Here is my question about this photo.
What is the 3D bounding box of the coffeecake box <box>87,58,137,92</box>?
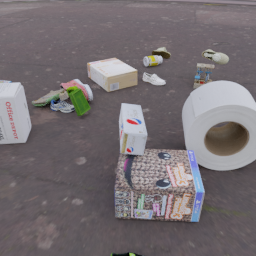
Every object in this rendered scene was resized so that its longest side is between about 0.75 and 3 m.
[{"bbox_3d":[-0.834,-2.805,14.478,1.729,0.823,2.253,-18,37,-26],"label":"coffeecake box"}]

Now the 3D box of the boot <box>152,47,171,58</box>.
[{"bbox_3d":[2.307,-4.870,18.044,1.276,0.460,0.986,17,36,26],"label":"boot"}]

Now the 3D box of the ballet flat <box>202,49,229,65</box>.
[{"bbox_3d":[3.359,-2.775,10.938,0.436,0.436,1.256,-15,32,-22],"label":"ballet flat"}]

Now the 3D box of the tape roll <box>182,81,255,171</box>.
[{"bbox_3d":[2.948,-0.083,8.820,2.399,2.399,1.647,3,33,5],"label":"tape roll"}]

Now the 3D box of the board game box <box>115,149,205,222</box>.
[{"bbox_3d":[0.779,1.475,7.590,2.160,1.046,1.722,2,31,2],"label":"board game box"}]

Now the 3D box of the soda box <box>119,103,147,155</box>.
[{"bbox_3d":[0.104,-0.023,8.268,0.645,0.690,2.026,6,27,-7],"label":"soda box"}]

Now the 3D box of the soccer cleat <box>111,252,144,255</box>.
[{"bbox_3d":[0.187,2.880,5.987,1.179,0.478,0.398,1,33,1],"label":"soccer cleat"}]

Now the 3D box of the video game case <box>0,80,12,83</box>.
[{"bbox_3d":[-6.482,-2.304,14.411,0.767,0.068,0.549,7,33,10],"label":"video game case"}]

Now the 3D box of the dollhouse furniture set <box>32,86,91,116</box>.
[{"bbox_3d":[-2.816,-1.073,12.169,2.556,0.987,1.277,-2,29,38],"label":"dollhouse furniture set"}]

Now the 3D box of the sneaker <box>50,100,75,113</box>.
[{"bbox_3d":[-2.797,-0.965,11.951,1.136,0.484,0.438,6,33,7],"label":"sneaker"}]

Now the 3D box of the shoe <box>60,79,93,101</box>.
[{"bbox_3d":[-2.406,-1.661,12.867,0.942,0.740,2.072,-20,34,-24],"label":"shoe"}]

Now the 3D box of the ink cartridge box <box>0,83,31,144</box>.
[{"bbox_3d":[-4.980,-0.456,9.812,2.651,1.935,1.118,-4,33,-5],"label":"ink cartridge box"}]

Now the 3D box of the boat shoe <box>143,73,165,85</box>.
[{"bbox_3d":[1.325,-2.545,14.421,1.320,0.458,0.467,20,38,28],"label":"boat shoe"}]

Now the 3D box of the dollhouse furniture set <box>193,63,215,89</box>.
[{"bbox_3d":[3.840,-2.592,14.098,0.883,0.888,1.260,8,33,13],"label":"dollhouse furniture set"}]

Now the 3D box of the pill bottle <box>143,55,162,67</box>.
[{"bbox_3d":[1.480,-3.965,16.515,1.037,0.583,0.583,-12,35,-21],"label":"pill bottle"}]
